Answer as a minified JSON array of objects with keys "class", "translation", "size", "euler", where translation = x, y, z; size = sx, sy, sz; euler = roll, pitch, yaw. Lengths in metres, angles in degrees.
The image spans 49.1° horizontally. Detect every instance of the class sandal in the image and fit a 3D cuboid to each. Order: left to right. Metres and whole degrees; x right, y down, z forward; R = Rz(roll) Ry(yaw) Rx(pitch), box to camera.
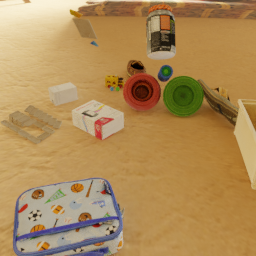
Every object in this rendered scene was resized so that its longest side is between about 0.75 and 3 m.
[{"class":"sandal","translation":[3.486,-1.020,10.237],"size":[0.732,1.089,2.711],"euler":[-36,42,0]}]

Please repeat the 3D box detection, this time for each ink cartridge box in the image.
[{"class":"ink cartridge box","translation":[-1.038,-0.309,9.648],"size":[1.502,0.643,1.109],"euler":[26,41,32]}]

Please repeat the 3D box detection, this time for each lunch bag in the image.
[{"class":"lunch bag","translation":[-1.188,1.972,5.915],"size":[2.261,0.854,1.812],"euler":[-9,35,-11]}]

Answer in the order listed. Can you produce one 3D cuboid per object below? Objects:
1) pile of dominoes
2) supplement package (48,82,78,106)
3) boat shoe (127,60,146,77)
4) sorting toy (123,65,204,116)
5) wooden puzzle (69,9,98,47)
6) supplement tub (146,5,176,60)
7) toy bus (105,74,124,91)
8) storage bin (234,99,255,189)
[{"class":"pile of dominoes","translation":[-3.328,-0.100,9.827],"size":[1.877,0.299,1.463],"euler":[26,40,22]},{"class":"supplement package","translation":[-2.631,-1.391,11.379],"size":[0.989,0.592,0.600],"euler":[-20,38,-28]},{"class":"boat shoe","translation":[0.457,-2.809,13.353],"size":[0.910,0.854,2.527],"euler":[-4,33,-6]},{"class":"sorting toy","translation":[1.331,-1.416,10.864],"size":[2.996,1.800,1.230],"euler":[9,-1,1]},{"class":"wooden puzzle","translation":[-1.645,-3.847,10.777],"size":[1.013,1.501,0.176],"euler":[24,65,25]},{"class":"supplement tub","translation":[1.220,-3.543,10.436],"size":[1.086,1.772,1.086],"euler":[0,-3,0]},{"class":"toy bus","translation":[-0.554,-2.127,12.595],"size":[1.026,0.530,0.968],"euler":[-27,41,-35]},{"class":"storage bin","translation":[4.658,0.433,7.889],"size":[2.726,1.287,2.746],"euler":[4,32,7]}]
